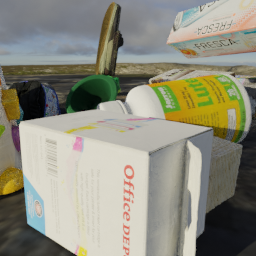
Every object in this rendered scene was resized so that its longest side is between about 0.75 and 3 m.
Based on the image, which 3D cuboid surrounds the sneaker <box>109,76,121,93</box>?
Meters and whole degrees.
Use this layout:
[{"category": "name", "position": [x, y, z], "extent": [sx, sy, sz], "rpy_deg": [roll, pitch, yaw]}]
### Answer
[{"category": "sneaker", "position": [-1.385, -2.495, 16.408], "extent": [1.007, 1.136, 2.718], "rpy_deg": [8, 16, 27]}]

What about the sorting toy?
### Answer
[{"category": "sorting toy", "position": [-2.401, -0.399, 4.530], "extent": [1.493, 2.516, 2.795], "rpy_deg": [-3, 14, -12]}]

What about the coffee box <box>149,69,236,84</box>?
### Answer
[{"category": "coffee box", "position": [1.807, -0.779, 7.929], "extent": [1.047, 1.483, 2.623], "rpy_deg": [-25, 21, -18]}]

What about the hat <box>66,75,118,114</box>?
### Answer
[{"category": "hat", "position": [-1.013, -0.667, 10.533], "extent": [1.948, 2.070, 2.351], "rpy_deg": [-4, 54, 16]}]

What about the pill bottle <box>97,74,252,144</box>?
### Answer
[{"category": "pill bottle", "position": [0.825, -0.148, 5.457], "extent": [2.702, 1.501, 1.501], "rpy_deg": [-11, 16, -17]}]

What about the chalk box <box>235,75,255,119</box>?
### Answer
[{"category": "chalk box", "position": [3.776, -1.251, 10.502], "extent": [2.306, 1.435, 1.427], "rpy_deg": [11, 17, 33]}]

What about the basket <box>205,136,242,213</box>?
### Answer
[{"category": "basket", "position": [1.060, 0.603, 3.965], "extent": [0.870, 0.878, 0.706], "rpy_deg": [-13, 24, -42]}]

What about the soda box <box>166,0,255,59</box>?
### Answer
[{"category": "soda box", "position": [2.031, -2.114, 5.915], "extent": [0.826, 0.889, 2.600], "rpy_deg": [24, -5, -33]}]

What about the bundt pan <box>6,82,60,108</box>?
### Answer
[{"category": "bundt pan", "position": [-3.622, -1.103, 9.660], "extent": [2.432, 0.913, 2.432], "rpy_deg": [1, 13, 0]}]

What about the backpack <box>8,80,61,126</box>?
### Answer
[{"category": "backpack", "position": [-2.307, -0.380, 6.783], "extent": [1.522, 1.450, 1.173], "rpy_deg": [4, -2, 15]}]

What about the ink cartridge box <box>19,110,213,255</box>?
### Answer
[{"category": "ink cartridge box", "position": [-0.053, 0.588, 3.053], "extent": [1.990, 1.279, 1.246], "rpy_deg": [12, 17, 37]}]

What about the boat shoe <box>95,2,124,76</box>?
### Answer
[{"category": "boat shoe", "position": [-0.581, -3.148, 10.175], "extent": [0.834, 2.574, 0.942], "rpy_deg": [7, 25, -21]}]
